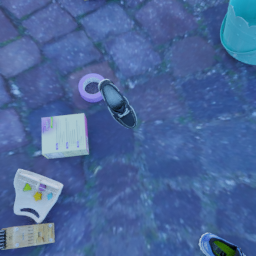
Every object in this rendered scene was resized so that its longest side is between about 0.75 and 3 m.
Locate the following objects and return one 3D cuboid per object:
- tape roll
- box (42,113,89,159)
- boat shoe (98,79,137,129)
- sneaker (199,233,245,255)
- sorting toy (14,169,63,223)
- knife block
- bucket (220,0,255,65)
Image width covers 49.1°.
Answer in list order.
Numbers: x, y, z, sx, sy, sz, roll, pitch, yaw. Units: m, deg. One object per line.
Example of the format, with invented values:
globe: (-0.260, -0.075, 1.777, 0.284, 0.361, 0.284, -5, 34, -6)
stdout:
tape roll: (-1.127, -1.295, 9.039, 0.898, 0.295, 0.898, 0, 70, 1)
box: (-1.853, 0.248, 8.322, 1.276, 0.617, 1.122, -6, 71, -3)
boat shoe: (-0.208, -0.458, 6.083, 0.492, 0.392, 1.300, -38, 112, 3)
sneaker: (2.695, 3.421, 7.095, 1.861, 0.830, 0.731, 34, 74, 11)
sorting toy: (-2.558, 1.932, 7.752, 1.328, 0.710, 1.196, 20, 80, 6)
knife block: (-2.991, 2.931, 7.509, 1.611, 1.414, 0.515, 12, 64, -44)
bucket: (4.253, -3.350, 8.869, 2.545, 1.656, 2.545, -2, 61, 4)
